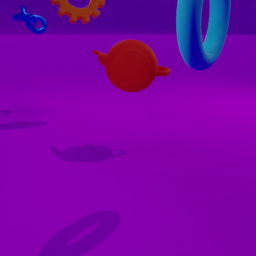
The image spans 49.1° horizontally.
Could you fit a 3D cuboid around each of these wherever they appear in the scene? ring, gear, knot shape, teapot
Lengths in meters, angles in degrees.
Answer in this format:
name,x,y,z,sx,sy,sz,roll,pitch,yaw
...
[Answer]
name,x,y,z,sx,sy,sz,roll,pitch,yaw
ring,0.979,-1.405,3.515,0.270,1.349,1.349,13,24,32
gear,-1.433,-3.781,7.976,1.523,1.523,0.282,-8,7,-21
knot shape,-3.332,-3.614,9.292,1.129,0.522,1.057,39,20,10
teapot,0.035,-1.503,6.545,1.957,1.217,0.958,14,31,2
